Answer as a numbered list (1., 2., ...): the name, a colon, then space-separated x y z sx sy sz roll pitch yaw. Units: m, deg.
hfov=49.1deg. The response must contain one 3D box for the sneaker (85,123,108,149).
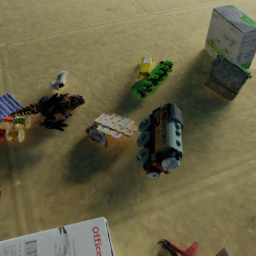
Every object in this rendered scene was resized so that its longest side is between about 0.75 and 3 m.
1. sneaker: -1.140 0.359 10.216 0.537 0.509 1.308 -29 46 -17

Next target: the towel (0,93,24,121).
1. towel: -5.296 -0.730 11.313 1.252 0.206 1.730 37 58 27

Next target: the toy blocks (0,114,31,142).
1. toy blocks: -4.522 -0.049 10.512 1.388 0.504 1.157 6 49 5

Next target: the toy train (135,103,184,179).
1. toy train: 1.108 0.378 9.278 1.513 1.131 2.654 -31 35 34

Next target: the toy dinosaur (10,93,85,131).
1. toy dinosaur: -2.967 -0.699 10.795 2.707 1.383 1.838 -32 28 -9

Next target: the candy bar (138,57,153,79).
1. candy bar: 0.824 -2.762 12.686 0.585 0.260 2.347 3 33 6

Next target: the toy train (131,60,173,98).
1. toy train: 1.100 -2.227 12.433 0.767 0.567 2.720 21 51 31

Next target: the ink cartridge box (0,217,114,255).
1. ink cartridge box: -1.660 3.607 6.841 2.761 1.163 1.996 -11 50 -9

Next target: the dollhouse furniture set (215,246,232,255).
1. dollhouse furniture set: 1.757 3.864 6.351 1.580 1.288 1.503 -7 49 -21

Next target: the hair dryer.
1. hair dryer: 1.414 3.353 7.645 1.160 0.315 0.884 -8 48 -8

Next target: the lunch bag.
1. lunch bag: 4.113 -2.150 11.592 1.617 1.356 1.127 36 54 12

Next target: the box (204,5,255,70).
1. box: 4.797 -4.160 13.046 1.164 2.125 2.408 -16 50 -13

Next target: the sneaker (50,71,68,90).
1. sneaker: -2.890 -2.029 12.253 0.526 0.433 1.142 16 59 23

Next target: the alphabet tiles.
1. alphabet tiles: -0.444 -0.117 10.490 1.535 0.112 1.501 22 33 16

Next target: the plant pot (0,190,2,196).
1. plant pot: -4.574 1.867 8.521 1.266 1.183 1.183 26 53 5
